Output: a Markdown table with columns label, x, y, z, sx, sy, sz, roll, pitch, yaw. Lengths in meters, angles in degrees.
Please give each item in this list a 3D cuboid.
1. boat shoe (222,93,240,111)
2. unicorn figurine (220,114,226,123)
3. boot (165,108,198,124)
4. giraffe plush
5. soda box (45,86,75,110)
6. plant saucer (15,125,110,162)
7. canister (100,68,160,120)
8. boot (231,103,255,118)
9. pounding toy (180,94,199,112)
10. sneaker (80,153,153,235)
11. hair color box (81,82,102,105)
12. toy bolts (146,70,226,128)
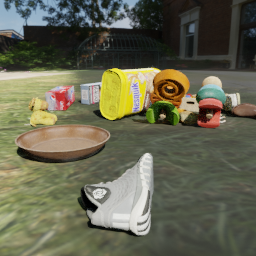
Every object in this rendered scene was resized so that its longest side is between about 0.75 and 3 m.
| label | x | y | z | sx | sy | sz | roll | pitch | yaw |
| --- | --- | --- | --- | --- | --- | --- | --- | --- | --- |
| boat shoe | 4.928 | -1.233 | 13.815 | 0.866 | 0.946 | 2.533 | -3 | 4 | 10 |
| unicorn figurine | 3.682 | -0.365 | 11.627 | 0.654 | 0.352 | 0.953 | -11 | 1 | -4 |
| boot | 2.383 | -0.571 | 11.781 | 1.565 | 0.551 | 1.121 | 1 | 19 | 28 |
| giraffe plush | -3.572 | -0.696 | 11.344 | 1.298 | 1.052 | 1.120 | -10 | 18 | -34 |
| soda box | -3.622 | -1.685 | 15.280 | 1.029 | 0.932 | 2.940 | -1 | 16 | -1 |
| plant saucer | -1.857 | 0.443 | 8.193 | 2.675 | 0.489 | 2.675 | 0 | 16 | 0 |
| canister | 0.237 | -1.635 | 12.605 | 1.230 | 2.111 | 2.843 | 26 | 29 | 38 |
| boot | 5.557 | -0.516 | 11.723 | 1.817 | 0.626 | 1.950 | -2 | 19 | -2 |
| pounding toy | 3.405 | -1.409 | 14.240 | 1.329 | 0.945 | 1.223 | 5 | 16 | 20 |
| sneaker | -0.191 | 1.062 | 5.248 | 1.298 | 0.843 | 2.248 | 0 | 16 | 7 |
| hair color box | -1.782 | -2.077 | 16.474 | 0.660 | 1.078 | 2.179 | 10 | 18 | 33 |
| toy bolts | 2.313 | -1.514 | 10.806 | 2.939 | 2.807 | 2.038 | 9 | 52 | 11 |
